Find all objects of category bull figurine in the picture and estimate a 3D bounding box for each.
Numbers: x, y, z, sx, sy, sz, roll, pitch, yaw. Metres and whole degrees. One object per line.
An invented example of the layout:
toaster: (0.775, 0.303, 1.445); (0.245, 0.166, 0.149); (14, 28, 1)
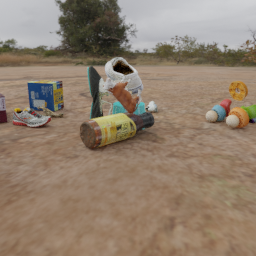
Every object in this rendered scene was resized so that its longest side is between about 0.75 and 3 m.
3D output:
bull figurine: (-0.099, -0.813, 6.327); (0.622, 1.024, 0.333); (-47, 26, -14)

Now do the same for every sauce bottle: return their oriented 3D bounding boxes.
sauce bottle: (-0.229, -0.061, 9.286); (2.813, 0.928, 0.928); (-16, 23, -40)

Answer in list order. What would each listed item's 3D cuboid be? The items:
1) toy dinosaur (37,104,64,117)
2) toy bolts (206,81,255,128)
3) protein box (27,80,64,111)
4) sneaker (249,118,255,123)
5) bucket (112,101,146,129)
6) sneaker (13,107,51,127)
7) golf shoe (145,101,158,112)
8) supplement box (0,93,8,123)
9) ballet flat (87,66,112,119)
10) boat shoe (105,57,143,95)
toy dinosaur: (-3.643, -0.690, 12.618); (1.749, 0.509, 0.884); (22, 10, 36)
toy bolts: (3.926, -0.820, 11.172); (1.265, 1.743, 1.824); (-24, 6, -22)
protein box: (-4.056, -1.619, 13.883); (1.401, 1.391, 0.945); (4, 17, 15)
sneaker: (4.927, -0.402, 11.655); (0.361, 0.307, 0.826); (-19, 25, -37)
bucket: (0.040, -0.500, 10.836); (1.433, 0.932, 1.433); (1, 16, 0)
sneaker: (-3.836, -0.437, 11.028); (1.697, 0.697, 0.661); (5, 17, 15)
golf shoe: (1.090, -1.051, 13.731); (0.541, 0.436, 1.113); (-8, 16, -6)
supplement box: (-5.760, -0.951, 12.072); (0.622, 1.112, 2.044); (-10, 18, -33)
ballet flat: (-0.998, -1.039, 10.166); (0.833, 2.437, 0.829); (-2, 2, 3)
boat shoe: (-0.253, -2.098, 10.036); (0.919, 0.905, 2.593); (-22, 37, -7)
